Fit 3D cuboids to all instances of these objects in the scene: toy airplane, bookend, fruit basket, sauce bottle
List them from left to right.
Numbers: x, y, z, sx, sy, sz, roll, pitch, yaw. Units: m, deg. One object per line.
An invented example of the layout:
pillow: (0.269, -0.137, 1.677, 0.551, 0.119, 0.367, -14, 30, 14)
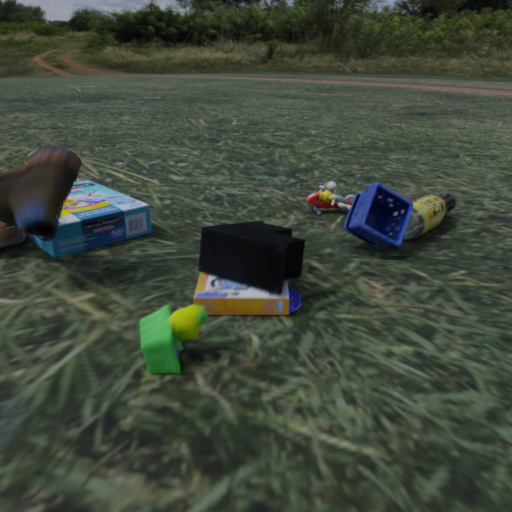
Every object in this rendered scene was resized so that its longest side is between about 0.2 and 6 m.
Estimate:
fruit basket: (-0.884, 0.873, 6.222, 0.818, 0.590, 0.818, -7, 24, 3)
bookend: (0.173, -0.034, 7.998, 1.412, 0.655, 1.421, 14, 14, 33)
toy airplane: (1.560, -1.175, 11.225, 0.891, 0.629, 0.887, 15, 26, 33)
sauce bottle: (3.137, -0.795, 10.336, 0.599, 0.599, 1.852, 17, 28, 35)

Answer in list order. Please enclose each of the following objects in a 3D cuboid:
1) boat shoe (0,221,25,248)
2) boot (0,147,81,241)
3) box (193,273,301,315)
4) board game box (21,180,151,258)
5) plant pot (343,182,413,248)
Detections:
boat shoe: (-4.939, -0.832, 9.849, 1.071, 1.015, 2.829, -20, 30, -40)
boot: (-3.376, -0.666, 8.130, 0.838, 1.087, 2.243, 24, -34, -36)
box: (-0.106, 0.501, 7.564, 1.401, 0.291, 0.834, -2, 21, 1)
board game box: (-3.366, -0.775, 10.318, 1.831, 0.569, 2.426, -18, 28, -38)
plant pot: (1.963, -0.628, 9.252, 0.839, 0.839, 0.754, 27, -15, -19)
